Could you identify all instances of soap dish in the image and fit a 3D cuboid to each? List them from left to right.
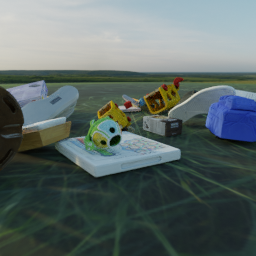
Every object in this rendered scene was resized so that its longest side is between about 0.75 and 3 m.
[{"bbox_3d":[-2.571,0.186,8.037,1.589,0.645,1.250,-10,8,32],"label":"soap dish"}]

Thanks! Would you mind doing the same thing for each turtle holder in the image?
[{"bbox_3d":[-0.615,0.167,7.072,1.024,0.778,0.727,2,24,-45],"label":"turtle holder"}]

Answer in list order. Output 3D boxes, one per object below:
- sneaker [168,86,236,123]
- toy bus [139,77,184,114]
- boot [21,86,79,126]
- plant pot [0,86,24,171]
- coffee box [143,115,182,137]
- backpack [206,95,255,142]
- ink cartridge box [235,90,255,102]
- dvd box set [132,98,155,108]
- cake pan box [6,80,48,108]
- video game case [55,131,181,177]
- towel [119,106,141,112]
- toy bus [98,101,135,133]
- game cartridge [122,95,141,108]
[{"bbox_3d":[3.060,-1.218,11.445,2.974,1.052,1.475,-26,18,44],"label":"sneaker"},{"bbox_3d":[2.141,-1.598,15.340,2.678,1.384,2.527,-24,-3,-4],"label":"toy bus"},{"bbox_3d":[-3.124,-0.501,11.158,1.068,1.388,2.904,39,50,16],"label":"boot"},{"bbox_3d":[-4.077,-0.188,6.255,2.776,2.805,2.805,16,19,30],"label":"plant pot"},{"bbox_3d":[1.274,-0.111,10.446,0.780,0.551,1.380,-8,14,-32],"label":"coffee box"},{"bbox_3d":[3.514,-0.345,9.401,1.434,1.481,1.765,12,9,-4],"label":"backpack"},{"bbox_3d":[4.746,-0.880,11.743,2.198,0.476,2.158,13,40,25],"label":"ink cartridge box"},{"bbox_3d":[0.881,-1.519,17.112,1.147,0.231,1.568,15,6,-21],"label":"dvd box set"},{"bbox_3d":[-5.321,-1.366,13.510,2.696,0.705,2.483,-15,27,-7],"label":"cake pan box"},{"bbox_3d":[-0.385,0.581,7.706,2.470,0.321,2.714,-7,14,-32],"label":"video game case"},{"bbox_3d":[-0.077,-1.073,15.855,1.264,0.213,1.324,-5,13,-18],"label":"towel"},{"bbox_3d":[-0.368,-0.195,9.475,1.424,1.344,0.736,1,31,-9],"label":"toy bus"},{"bbox_3d":[0.266,-1.473,16.063,0.898,0.276,1.350,27,-2,21],"label":"game cartridge"}]
